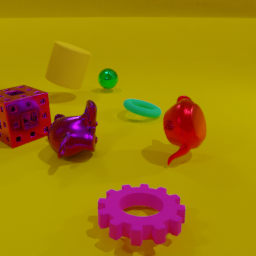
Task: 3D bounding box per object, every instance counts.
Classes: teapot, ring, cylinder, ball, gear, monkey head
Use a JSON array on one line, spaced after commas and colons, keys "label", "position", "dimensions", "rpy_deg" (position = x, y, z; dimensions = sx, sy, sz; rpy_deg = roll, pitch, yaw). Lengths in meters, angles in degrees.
[{"label": "teapot", "position": [1.179, -0.003, 6.156], "dimensions": [0.863, 1.097, 1.764], "rpy_deg": [-12, 54, 35]}, {"label": "ring", "position": [0.443, -0.620, 8.637], "dimensions": [1.218, 0.244, 1.218], "rpy_deg": [14, 18, -5]}, {"label": "cylinder", "position": [-2.119, -2.220, 9.944], "dimensions": [1.329, 1.329, 1.329], "rpy_deg": [19, 17, -6]}, {"label": "ball", "position": [-0.784, -1.941, 11.039], "dimensions": [0.815, 0.815, 0.815], "rpy_deg": [0, 24, 0]}, {"label": "gear", "position": [0.197, 1.265, 4.294], "dimensions": [1.311, 0.243, 1.311], "rpy_deg": [1, 16, 0]}, {"label": "monkey head", "position": [-1.225, -0.003, 6.241], "dimensions": [1.085, 1.295, 1.800], "rpy_deg": [2, 24, -18]}]

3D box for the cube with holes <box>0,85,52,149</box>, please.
[{"label": "cube with holes", "position": [-2.811, -0.350, 7.211], "dimensions": [1.149, 1.149, 1.149], "rpy_deg": [19, 30, 37]}]
